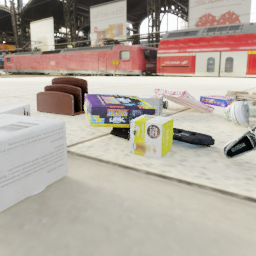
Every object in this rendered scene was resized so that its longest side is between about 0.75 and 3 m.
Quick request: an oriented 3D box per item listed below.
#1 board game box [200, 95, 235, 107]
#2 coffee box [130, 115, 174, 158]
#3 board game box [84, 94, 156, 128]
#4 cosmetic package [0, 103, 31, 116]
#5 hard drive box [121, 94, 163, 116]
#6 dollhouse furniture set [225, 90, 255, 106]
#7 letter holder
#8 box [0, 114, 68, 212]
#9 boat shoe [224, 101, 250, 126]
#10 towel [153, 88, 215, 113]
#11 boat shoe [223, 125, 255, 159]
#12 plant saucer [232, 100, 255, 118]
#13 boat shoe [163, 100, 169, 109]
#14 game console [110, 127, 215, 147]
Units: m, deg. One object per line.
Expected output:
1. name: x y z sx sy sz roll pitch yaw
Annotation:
1. board game box: 4.834 -1.432 14.680 1.212 0.404 1.803 -7 14 -27
2. coffee box: 0.580 0.173 6.694 0.802 0.810 0.811 7 14 26
3. board game box: -0.351 -0.583 8.535 1.801 0.618 2.179 2 15 -14
4. cosmetic package: -3.472 -0.162 8.080 0.530 0.864 2.093 1 13 6
5. hard drive box: 0.486 -1.010 12.064 1.933 0.742 1.506 2 12 12
6. dollhouse furniture set: 4.569 -0.630 9.356 2.071 1.011 1.766 -2 13 -33
7. letter holder: -2.864 -1.441 12.193 2.148 1.526 1.080 8 15 29
8. box: -2.184 0.464 4.813 1.666 1.089 1.658 6 14 25
9. boat shoe: 3.816 -0.457 9.907 0.785 0.864 2.350 -12 -2 28
10. towel: 2.477 -1.298 12.634 1.843 0.377 2.519 22 2 -27
11. boat shoe: 2.661 0.218 5.908 1.406 0.519 0.480 -28 -5 17
12. plant saucer: 5.725 -0.982 12.066 2.808 0.705 2.808 0 12 0
13. boat shoe: 1.706 -1.105 13.307 0.347 0.415 1.113 -6 8 -5
14. game console: 0.944 0.156 7.848 1.722 0.352 2.920 -10 15 -39
